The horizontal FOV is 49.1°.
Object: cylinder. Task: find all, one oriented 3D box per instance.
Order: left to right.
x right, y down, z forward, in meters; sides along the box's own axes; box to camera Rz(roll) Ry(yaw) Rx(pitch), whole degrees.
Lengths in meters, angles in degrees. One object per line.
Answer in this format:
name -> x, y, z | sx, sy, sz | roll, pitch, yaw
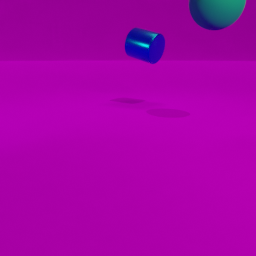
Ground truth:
cylinder -> 0.603, -2.920, 9.939 | 1.063, 1.063, 1.063 | 26, 26, 29

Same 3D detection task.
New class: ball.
ball -> 2.176, -3.100, 6.873 | 1.334, 1.334, 1.334 | 0, 15, 0
